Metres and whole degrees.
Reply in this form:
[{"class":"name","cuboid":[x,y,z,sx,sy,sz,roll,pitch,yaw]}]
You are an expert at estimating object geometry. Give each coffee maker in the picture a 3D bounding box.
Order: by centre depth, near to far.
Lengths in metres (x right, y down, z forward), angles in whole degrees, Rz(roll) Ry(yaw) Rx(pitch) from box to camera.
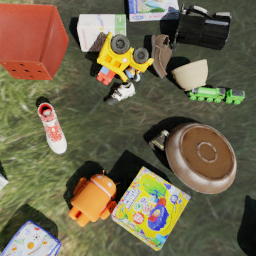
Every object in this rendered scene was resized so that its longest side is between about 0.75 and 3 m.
[{"class":"coffee maker","cuboid":[3.419,-4.389,13.057,2.367,1.594,2.273,12,98,7]}]

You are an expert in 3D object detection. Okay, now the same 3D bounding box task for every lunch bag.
[{"class":"lunch bag","cuboid":[-3.223,4.166,9.290,1.457,1.061,1.714,29,77,13]}]

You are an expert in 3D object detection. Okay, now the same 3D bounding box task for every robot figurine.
[{"class":"robot figurine","cuboid":[-1.224,2.482,9.988,2.000,1.439,1.167,-49,118,-20]}]

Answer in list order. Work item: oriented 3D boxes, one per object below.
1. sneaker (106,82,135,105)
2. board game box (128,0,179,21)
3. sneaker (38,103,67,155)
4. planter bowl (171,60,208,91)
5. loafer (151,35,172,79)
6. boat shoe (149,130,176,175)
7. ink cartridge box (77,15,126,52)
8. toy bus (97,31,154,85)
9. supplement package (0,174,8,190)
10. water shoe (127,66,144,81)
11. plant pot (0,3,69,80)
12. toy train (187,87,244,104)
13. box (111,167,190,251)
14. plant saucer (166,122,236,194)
[{"class":"sneaker","cuboid":[-0.374,-1.518,11.992,1.423,0.630,0.527,-31,46,-19]},{"class":"board game box","cuboid":[1.231,-6.655,14.459,2.475,0.511,2.481,-4,66,-2]},{"class":"sneaker","cuboid":[-3.034,0.006,11.115,0.698,1.121,2.091,-19,67,-9]},{"class":"planter bowl","cuboid":[2.747,-2.195,12.049,1.525,1.525,1.026,-18,94,-8]},{"class":"loafer","cuboid":[1.546,-3.360,12.647,0.851,0.875,2.397,-12,64,22]},{"class":"boat shoe","cuboid":[1.854,1.315,10.655,0.818,0.968,2.715,-31,62,-13]},{"class":"ink cartridge box","cuboid":[-1.145,-4.326,12.835,2.083,1.508,0.874,1,61,0]},{"class":"toy bus","cuboid":[-0.304,-2.679,11.833,2.184,1.482,2.097,28,96,-11]},{"class":"supplement package","cuboid":[-5.638,2.030,10.082,1.341,1.331,1.767,38,71,16]},{"class":"water shoe","cuboid":[0.326,-2.545,12.720,0.491,0.445,1.245,7,48,-37]},{"class":"plant pot","cuboid":[-4.220,-3.477,12.041,2.631,2.628,2.318,3,76,1]},{"class":"toy train","cuboid":[3.781,-1.437,12.018,2.384,0.672,0.497,6,66,2]},{"class":"box","cuboid":[0.765,2.819,9.797,1.931,1.223,2.005,31,69,14]},{"class":"plant saucer","cuboid":[2.882,0.970,10.553,2.975,0.477,2.975,10,58,-16]}]
